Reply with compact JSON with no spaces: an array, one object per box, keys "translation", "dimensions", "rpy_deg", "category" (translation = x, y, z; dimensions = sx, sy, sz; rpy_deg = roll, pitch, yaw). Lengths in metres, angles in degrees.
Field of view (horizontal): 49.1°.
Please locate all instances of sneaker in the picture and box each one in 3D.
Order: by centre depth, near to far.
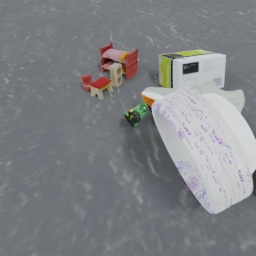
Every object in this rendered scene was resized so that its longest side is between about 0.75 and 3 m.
[{"translation":[1.588,-0.671,7.044],"dimensions":[2.711,1.026,1.247],"rpy_deg":[23,68,38],"category":"sneaker"},{"translation":[0.239,-0.325,7.115],"dimensions":[0.495,0.454,1.163],"rpy_deg":[-37,4,-15],"category":"sneaker"}]

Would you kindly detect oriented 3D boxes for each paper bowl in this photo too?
[{"translation":[1.412,0.280,5.046],"dimensions":[1.157,2.225,2.225],"rpy_deg":[-28,41,-1],"category":"paper bowl"}]

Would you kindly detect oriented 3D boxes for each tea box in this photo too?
[{"translation":[1.934,-1.791,8.724],"dimensions":[1.528,1.021,1.503],"rpy_deg":[-11,25,-13],"category":"tea box"}]

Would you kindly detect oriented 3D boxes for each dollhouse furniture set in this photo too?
[{"translation":[-0.708,-1.958,9.258],"dimensions":[1.199,0.906,2.229],"rpy_deg":[20,42,26],"category":"dollhouse furniture set"}]
